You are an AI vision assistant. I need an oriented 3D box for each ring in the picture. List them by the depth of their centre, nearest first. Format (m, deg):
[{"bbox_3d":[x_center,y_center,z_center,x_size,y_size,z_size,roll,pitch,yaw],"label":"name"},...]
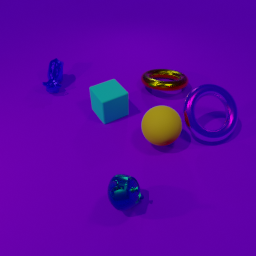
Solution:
[{"bbox_3d":[2.392,-0.443,8.087,1.701,0.340,1.701,1,83,-12],"label":"ring"},{"bbox_3d":[1.296,-1.727,9.925,1.694,0.339,1.694,1,29,-1],"label":"ring"}]

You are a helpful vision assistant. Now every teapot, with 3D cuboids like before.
[{"bbox_3d":[-0.056,1.411,6.282,0.659,1.346,0.837,-17,56,28],"label":"teapot"}]

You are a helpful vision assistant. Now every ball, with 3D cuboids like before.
[{"bbox_3d":[0.930,-0.063,7.762,1.111,1.111,1.111,0,44,0],"label":"ball"}]

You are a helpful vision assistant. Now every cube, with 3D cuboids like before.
[{"bbox_3d":[-0.587,-0.843,8.845,0.899,0.899,0.899,-23,48,-21],"label":"cube"}]

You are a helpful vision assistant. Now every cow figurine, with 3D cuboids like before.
[{"bbox_3d":[-2.591,-1.848,9.864,0.661,1.204,1.185,7,13,-8],"label":"cow figurine"}]
